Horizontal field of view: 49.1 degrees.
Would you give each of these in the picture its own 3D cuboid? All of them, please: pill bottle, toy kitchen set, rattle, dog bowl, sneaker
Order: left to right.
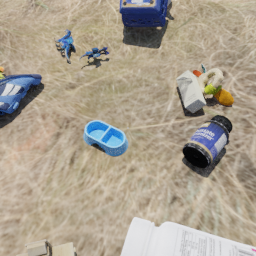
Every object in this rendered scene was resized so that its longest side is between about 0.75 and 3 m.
[{"bbox_3d":[-4.155,-1.138,9.572,1.063,1.182,2.874,5,28,40],"label":"sneaker"},{"bbox_3d":[-1.813,3.205,6.172,1.293,1.055,1.166,-10,54,-8],"label":"toy kitchen set"},{"bbox_3d":[-0.712,0.273,8.825,1.543,0.382,0.860,26,57,18],"label":"dog bowl"},{"bbox_3d":[1.302,2.987,5.999,2.834,1.607,1.607,14,54,11],"label":"pill bottle"},{"bbox_3d":[2.442,0.359,8.422,0.919,0.919,1.643,33,59,23],"label":"pill bottle"},{"bbox_3d":[3.117,-1.621,10.214,1.183,1.078,1.656,14,18,-14],"label":"rattle"}]

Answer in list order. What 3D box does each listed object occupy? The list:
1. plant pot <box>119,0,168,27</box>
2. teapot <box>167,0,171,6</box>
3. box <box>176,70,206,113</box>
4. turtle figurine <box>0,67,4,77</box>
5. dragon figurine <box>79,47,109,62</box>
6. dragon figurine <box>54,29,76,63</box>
[{"bbox_3d":[0.621,-5.402,11.667,1.934,1.739,1.934,6,95,12],"label":"plant pot"},{"bbox_3d":[1.074,-6.885,13.411,2.352,1.717,2.321,6,53,6],"label":"teapot"},{"bbox_3d":[2.187,-1.282,9.793,0.496,0.596,1.450,27,39,-37],"label":"box"},{"bbox_3d":[-5.038,-1.905,10.385,1.606,0.517,1.295,31,59,21],"label":"turtle figurine"},{"bbox_3d":[-1.323,-2.920,10.964,1.262,0.371,0.628,-23,13,-40],"label":"dragon figurine"},{"bbox_3d":[-2.464,-3.450,11.556,0.882,0.522,1.773,-25,55,-17],"label":"dragon figurine"}]
